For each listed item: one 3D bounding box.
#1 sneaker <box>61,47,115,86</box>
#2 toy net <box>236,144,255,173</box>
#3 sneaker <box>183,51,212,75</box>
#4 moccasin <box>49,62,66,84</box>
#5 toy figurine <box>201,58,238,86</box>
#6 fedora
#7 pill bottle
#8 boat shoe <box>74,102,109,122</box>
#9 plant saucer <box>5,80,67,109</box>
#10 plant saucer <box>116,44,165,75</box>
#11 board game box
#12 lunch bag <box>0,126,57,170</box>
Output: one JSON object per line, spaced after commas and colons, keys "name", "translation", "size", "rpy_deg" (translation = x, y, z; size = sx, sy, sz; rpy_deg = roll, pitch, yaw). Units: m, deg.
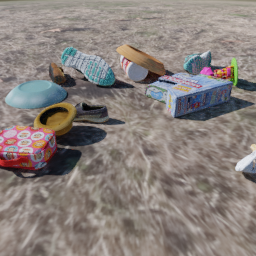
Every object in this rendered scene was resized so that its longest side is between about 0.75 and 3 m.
{"name": "sneaker", "translation": [-1.522, -2.592, 12.023], "size": [2.769, 1.074, 1.263], "rpy_deg": [35, 10, 23]}
{"name": "toy net", "translation": [3.504, 0.415, 6.746], "size": [2.421, 1.270, 0.468], "rpy_deg": [-36, 83, -32]}
{"name": "sneaker", "translation": [3.034, -3.015, 13.101], "size": [1.067, 0.908, 2.340], "rpy_deg": [7, 22, 37]}
{"name": "moccasin", "translation": [-3.027, -2.395, 12.061], "size": [0.667, 0.632, 1.727], "rpy_deg": [-3, 26, -24]}
{"name": "toy figurine", "translation": [3.709, -2.250, 11.650], "size": [1.375, 1.121, 1.494], "rpy_deg": [-4, 7, 11]}
{"name": "fedora", "translation": [-2.042, -0.175, 8.137], "size": [1.336, 0.545, 1.336], "rpy_deg": [-11, 42, 10]}
{"name": "pill bottle", "translation": [0.222, -2.797, 12.405], "size": [0.954, 0.954, 1.742], "rpy_deg": [-7, 31, -12]}
{"name": "boat shoe", "translation": [-1.443, -0.552, 8.918], "size": [1.708, 0.553, 0.614], "rpy_deg": [6, 31, 10]}
{"name": "plant saucer", "translation": [-3.455, -1.384, 10.509], "size": [2.241, 0.431, 2.241], "rpy_deg": [0, 31, 0]}
{"name": "plant saucer", "translation": [0.645, -3.073, 12.372], "size": [2.390, 0.447, 2.390], "rpy_deg": [25, 18, -9]}
{"name": "board game box", "translation": [1.936, -1.313, 10.016], "size": [2.516, 0.776, 2.517], "rpy_deg": [-26, 39, -38]}
{"name": "lunch bag", "translation": [-2.661, 0.516, 6.988], "size": [1.531, 0.627, 1.349], "rpy_deg": [5, 30, 9]}
